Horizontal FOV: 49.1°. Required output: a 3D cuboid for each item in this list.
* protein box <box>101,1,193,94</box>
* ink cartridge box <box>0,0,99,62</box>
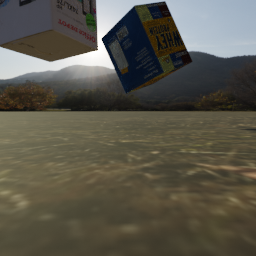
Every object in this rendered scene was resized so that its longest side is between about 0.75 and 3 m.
[{"bbox_3d":[0.569,-2.659,9.543,1.473,2.183,2.167,-27,3,-36],"label":"protein box"},{"bbox_3d":[-1.181,-1.876,4.197,1.059,1.450,1.064,-4,-3,28],"label":"ink cartridge box"}]
